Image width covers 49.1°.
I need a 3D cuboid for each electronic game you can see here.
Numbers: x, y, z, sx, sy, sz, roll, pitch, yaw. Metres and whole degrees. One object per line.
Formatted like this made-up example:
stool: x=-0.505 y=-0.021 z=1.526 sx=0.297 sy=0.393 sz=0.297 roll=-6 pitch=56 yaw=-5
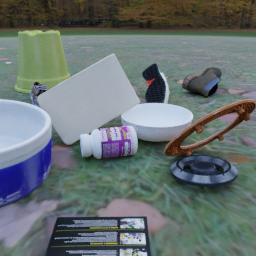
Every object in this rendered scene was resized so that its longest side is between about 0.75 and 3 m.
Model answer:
electronic game: x=1.637 y=0.921 z=6.106 sx=1.410 sy=0.293 sz=1.410 roll=-2 pitch=15 yaw=1

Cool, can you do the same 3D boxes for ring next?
ring: x=1.845 y=0.112 z=6.252 sx=2.245 sy=2.245 sz=0.215 roll=-14 pitch=66 yaw=-30

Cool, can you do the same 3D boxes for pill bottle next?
pill bottle: x=-0.487 y=0.365 z=6.895 sx=1.324 sy=0.743 sz=0.743 roll=-6 pitch=23 yaw=-15

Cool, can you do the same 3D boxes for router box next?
router box: x=-0.407 y=1.749 z=4.003 sx=1.441 sy=0.368 sz=1.075 roll=0 pitch=22 yaw=0

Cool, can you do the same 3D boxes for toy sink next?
toy sink: x=-1.160 y=-0.837 z=8.084 sx=2.394 sy=1.561 sz=1.341 roll=-33 pitch=16 yaw=-8

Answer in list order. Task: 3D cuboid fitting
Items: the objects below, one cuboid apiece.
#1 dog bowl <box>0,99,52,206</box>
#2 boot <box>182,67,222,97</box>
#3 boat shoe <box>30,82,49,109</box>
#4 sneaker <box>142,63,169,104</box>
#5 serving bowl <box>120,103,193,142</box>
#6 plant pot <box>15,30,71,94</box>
dog bowl: x=-3.147 y=0.394 z=5.926 sx=2.978 sy=1.173 sz=2.978 roll=5 pitch=24 yaw=-2
boot: x=3.766 y=-2.012 z=12.721 sx=2.650 sy=0.990 sz=1.284 roll=-23 pitch=46 yaw=-34
boat shoe: x=-3.437 y=-1.324 z=10.949 sx=0.764 sy=0.766 sz=2.116 roll=-14 pitch=26 yaw=-30
sneaker: x=1.282 y=-1.388 z=10.844 sx=0.924 sy=1.226 sz=2.623 roll=-32 pitch=38 yaw=22
serving bowl: x=0.805 y=-0.110 z=8.116 sx=2.066 sy=0.679 sz=2.066 roll=0 pitch=22 yaw=0
plant pot: x=-4.019 y=-3.212 z=13.181 sx=2.801 sy=2.575 sz=2.801 roll=0 pitch=22 yaw=0
